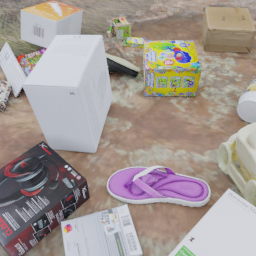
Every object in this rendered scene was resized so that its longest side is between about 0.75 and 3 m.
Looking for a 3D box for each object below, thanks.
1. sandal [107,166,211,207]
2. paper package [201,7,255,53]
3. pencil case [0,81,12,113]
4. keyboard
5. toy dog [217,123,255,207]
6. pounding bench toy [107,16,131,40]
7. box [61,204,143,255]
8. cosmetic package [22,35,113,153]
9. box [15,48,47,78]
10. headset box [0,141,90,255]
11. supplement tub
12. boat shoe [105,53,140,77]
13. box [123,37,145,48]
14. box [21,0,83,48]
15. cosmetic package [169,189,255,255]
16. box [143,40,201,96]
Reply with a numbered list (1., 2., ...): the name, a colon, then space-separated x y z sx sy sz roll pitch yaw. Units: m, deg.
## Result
1. sandal: 0.780 1.367 7.144 2.639 0.648 1.074 4 47 3
2. paper package: 4.300 -4.293 12.210 2.025 1.099 2.124 5 46 4
3. pencil case: -4.313 -1.090 9.561 0.568 0.494 1.270 -24 44 18
4. keyboard: -4.420 -2.279 10.583 0.154 0.813 2.888 11 31 -46
5. toy dog: 3.864 0.409 6.803 2.749 2.666 1.918 -17 36 -7
6. pounding bench toy: -0.505 -4.518 12.702 1.110 0.690 0.866 -13 48 -12
7. box: -0.611 2.512 6.285 1.595 0.328 1.244 -12 47 -12
8. cosmetic package: -1.526 -0.990 8.090 1.496 2.426 2.434 3 46 9
9. box: -3.172 -2.111 10.549 1.689 0.483 2.468 -23 51 -21
10. headset box: -2.420 1.687 6.654 1.808 0.912 2.433 35 56 29
11. supplement tub: 4.198 -0.897 9.041 1.008 1.008 1.396 28 52 24
12. boat shoe: -0.765 -2.453 10.741 2.509 0.786 0.918 21 18 3
13. box: 0.276 -3.777 12.328 0.931 0.225 0.546 5 46 7
14. box: -3.120 -4.355 11.719 1.531 1.200 2.461 19 35 6
15. cosmetic package: 1.839 2.580 5.744 1.291 1.018 2.400 35 57 30
16. box: 1.500 -2.178 10.155 1.852 1.173 1.923 0 46 1
